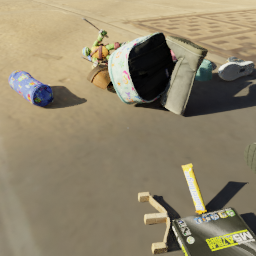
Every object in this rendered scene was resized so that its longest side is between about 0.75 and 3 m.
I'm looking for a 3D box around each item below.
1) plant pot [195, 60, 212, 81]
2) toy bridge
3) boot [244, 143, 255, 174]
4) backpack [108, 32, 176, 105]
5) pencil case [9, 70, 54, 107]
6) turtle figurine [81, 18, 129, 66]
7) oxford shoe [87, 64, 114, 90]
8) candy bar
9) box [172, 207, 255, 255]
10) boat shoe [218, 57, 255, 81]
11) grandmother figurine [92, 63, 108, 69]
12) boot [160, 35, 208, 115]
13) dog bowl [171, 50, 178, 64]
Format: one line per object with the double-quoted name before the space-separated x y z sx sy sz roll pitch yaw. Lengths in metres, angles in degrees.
"plant pot" 3.233 -2.545 12.172 0.911 0.731 0.911 0 32 0
"toy bridge" 0.583 1.866 5.777 0.492 0.199 1.465 -3 33 -9
"boot" 4.175 0.889 6.935 2.325 0.787 1.519 29 37 26
"backpack" 0.443 -2.051 10.077 1.901 2.241 2.525 -3 29 40
"pencil case" -3.621 -1.513 10.432 2.126 0.830 0.923 30 69 38
"turtle figurine" -1.056 -3.591 13.020 2.243 2.313 1.665 2 66 -4
"oxford shoe" -0.512 -2.249 11.785 1.020 1.021 2.861 41 41 6
"candy bar" 1.432 1.311 6.043 0.120 1.086 0.271 -3 -17 -44
"box" 1.696 2.170 5.185 1.382 0.328 1.335 -8 31 -12
"boat shoe" 4.510 -2.652 12.378 2.198 0.778 0.998 -13 34 -32
"grandmother figurine" -0.946 -2.783 12.864 1.310 0.397 0.795 -20 60 -25
"boot" 1.653 -1.854 9.622 0.820 2.260 2.055 -2 34 -25
"dog bowl" 1.632 -3.310 13.169 2.564 0.945 2.564 0 32 0
